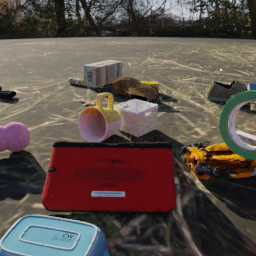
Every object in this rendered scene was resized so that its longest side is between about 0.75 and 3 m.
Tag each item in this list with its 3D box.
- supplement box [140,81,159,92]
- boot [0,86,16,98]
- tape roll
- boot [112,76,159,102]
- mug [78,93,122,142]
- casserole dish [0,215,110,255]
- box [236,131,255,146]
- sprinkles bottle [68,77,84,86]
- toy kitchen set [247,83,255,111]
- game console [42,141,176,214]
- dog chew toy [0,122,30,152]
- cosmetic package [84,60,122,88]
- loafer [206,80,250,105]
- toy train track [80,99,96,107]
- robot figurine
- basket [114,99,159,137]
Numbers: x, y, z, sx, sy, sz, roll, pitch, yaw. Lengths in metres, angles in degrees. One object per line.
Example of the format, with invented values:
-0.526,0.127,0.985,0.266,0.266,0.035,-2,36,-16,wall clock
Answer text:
1.057,-2.078,14.424,1.021,0.559,0.556,1,23,0,supplement box
-6.124,-1.788,13.897,1.228,0.403,1.012,0,33,12,boot
2.997,-0.074,6.629,1.627,1.627,0.391,21,20,40,tape roll
0.108,-1.811,13.459,2.629,0.968,0.992,19,40,34,boot
-0.732,-0.268,9.146,1.164,1.454,1.193,48,29,16,mug
-1.325,2.011,4.823,2.055,0.399,1.245,6,23,12,casserole dish
3.971,0.450,8.707,0.275,0.295,1.422,-15,28,-32,box
-2.957,-2.686,16.158,1.038,0.354,0.354,13,26,28,sprinkles bottle
5.681,-1.527,11.763,0.872,1.185,1.480,3,56,8,toy kitchen set
-0.374,1.159,7.026,2.851,1.692,2.457,0,54,2,game console
-3.649,0.305,8.137,1.438,0.896,0.896,-8,23,-36,dog chew toy
-1.410,-3.180,16.269,1.024,1.213,2.347,17,29,31,cosmetic package
5.059,-1.683,12.936,2.776,0.967,1.044,5,23,12,loafer
-1.813,-1.100,12.589,0.753,0.214,1.313,-22,25,-29,toy train track
2.457,0.853,7.304,2.120,0.617,1.537,-2,23,-8,robot figurine
0.280,-0.386,9.860,1.169,0.940,1.158,21,30,39,basket
